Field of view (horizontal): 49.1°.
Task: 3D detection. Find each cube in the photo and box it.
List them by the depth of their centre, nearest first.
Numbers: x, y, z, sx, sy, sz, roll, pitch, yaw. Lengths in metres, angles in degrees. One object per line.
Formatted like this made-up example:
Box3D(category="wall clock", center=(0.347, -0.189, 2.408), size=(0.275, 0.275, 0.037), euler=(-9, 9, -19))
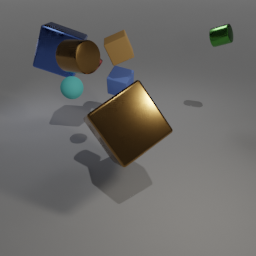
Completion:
Box3D(category="cube", center=(-0.066, -0.083, 6.668), size=(1.400, 1.400, 1.400), euler=(-36, 6, -11))
Box3D(category="cube", center=(-0.277, -2.452, 8.542), size=(0.700, 0.700, 0.700), euler=(-21, 34, 10))
Box3D(category="cube", center=(-0.247, -1.538, 9.374), size=(0.700, 0.700, 0.700), euler=(17, 53, 13))
Box3D(category="cube", center=(-2.313, -2.716, 9.749), size=(1.400, 1.400, 1.400), euler=(17, 23, -10))

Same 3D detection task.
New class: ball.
Box3D(category="ball", center=(-1.722, -1.236, 8.604), size=(0.700, 0.700, 0.700), euler=(0, 29, 0))

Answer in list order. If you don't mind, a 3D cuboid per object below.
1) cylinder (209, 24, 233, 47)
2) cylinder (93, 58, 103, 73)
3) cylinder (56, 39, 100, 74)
Box3D(category="cylinder", center=(3.550, -3.510, 10.648), size=(0.700, 0.700, 0.700), euler=(-5, 21, 37))
Box3D(category="cylinder", center=(-1.526, -2.745, 11.532), size=(0.700, 0.700, 0.700), euler=(39, 19, -22))
Box3D(category="cylinder", center=(-1.080, -1.546, 6.063), size=(0.700, 0.700, 0.700), euler=(16, 32, 39))
